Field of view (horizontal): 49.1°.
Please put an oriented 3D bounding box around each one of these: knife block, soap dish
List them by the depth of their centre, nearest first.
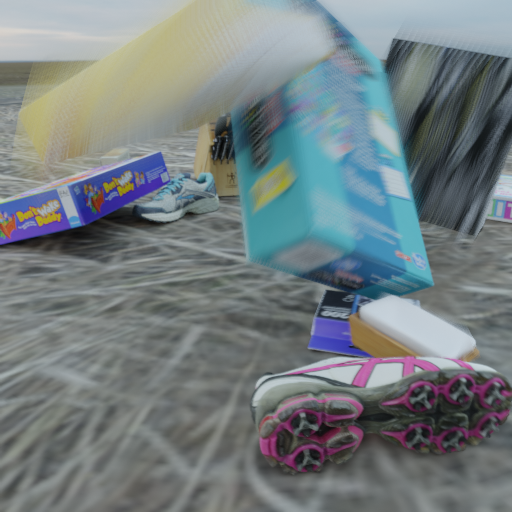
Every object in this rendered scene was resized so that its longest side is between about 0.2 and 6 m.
[{"bbox_3d":[1.471,0.816,5.320,1.031,0.419,0.811,31,26,32],"label":"soap dish"},{"bbox_3d":[-0.684,-2.647,11.866,0.934,2.562,2.919,-4,21,-14],"label":"knife block"}]

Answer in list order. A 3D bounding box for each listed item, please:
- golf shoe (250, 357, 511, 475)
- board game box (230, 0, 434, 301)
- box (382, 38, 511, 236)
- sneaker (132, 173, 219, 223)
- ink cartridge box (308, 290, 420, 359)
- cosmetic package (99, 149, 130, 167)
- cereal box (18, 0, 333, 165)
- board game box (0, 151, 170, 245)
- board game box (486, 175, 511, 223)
[{"bbox_3d":[1.007,1.101,4.581,2.119,0.769,0.976,-3,21,-8],"label":"golf shoe"},{"bbox_3d":[0.748,-1.226,5.968,0.726,3.093,2.335,-23,-27,35],"label":"board game box"},{"bbox_3d":[2.575,-1.645,7.940,1.891,2.309,0.995,19,12,22],"label":"box"},{"bbox_3d":[-1.513,-1.132,10.367,0.718,0.799,1.851,17,26,41],"label":"sneaker"},{"bbox_3d":[1.226,0.750,6.230,1.141,0.250,1.152,7,23,13],"label":"ink cartridge box"},{"bbox_3d":[-3.351,-2.164,13.364,0.411,0.608,1.155,1,20,2],"label":"cosmetic package"},{"bbox_3d":[-0.411,-1.257,4.038,1.515,0.416,2.105,-19,11,28],"label":"cereal box"},{"bbox_3d":[-3.001,-1.055,9.683,1.920,0.639,2.856,-10,16,22],"label":"board game box"},{"bbox_3d":[4.802,-1.138,10.834,2.787,0.477,1.874,14,25,32],"label":"board game box"}]
